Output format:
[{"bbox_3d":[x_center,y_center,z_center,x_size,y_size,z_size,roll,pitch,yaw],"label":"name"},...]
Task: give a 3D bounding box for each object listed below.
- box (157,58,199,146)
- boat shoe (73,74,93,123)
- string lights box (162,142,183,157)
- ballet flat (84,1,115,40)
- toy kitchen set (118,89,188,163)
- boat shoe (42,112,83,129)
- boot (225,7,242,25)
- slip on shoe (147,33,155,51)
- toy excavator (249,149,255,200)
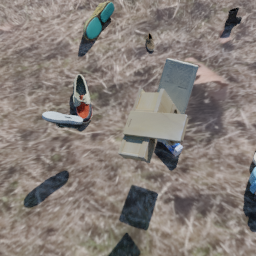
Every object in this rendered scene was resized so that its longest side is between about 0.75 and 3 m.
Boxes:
[{"bbox_3d":[1.448,-0.860,9.309,1.095,0.911,2.665,18,102,9],"label":"box"},{"bbox_3d":[-1.958,-1.259,11.920,0.779,0.685,2.190,-6,63,-5],"label":"boat shoe"},{"bbox_3d":[1.670,0.572,11.011,0.307,0.534,1.040,-34,67,-17],"label":"string lights box"},{"bbox_3d":[-1.635,-5.387,14.116,0.954,0.954,2.699,24,65,12],"label":"ballet flat"},{"bbox_3d":[1.032,0.190,7.476,1.558,1.723,1.909,6,67,33],"label":"toy kitchen set"},{"bbox_3d":[-2.323,-0.209,9.893,1.453,0.463,0.514,10,31,-29],"label":"boat shoe"},{"bbox_3d":[5.453,-5.710,14.195,1.020,0.888,0.353,-20,64,-11],"label":"boot"},{"bbox_3d":[1.105,-4.217,13.724,0.379,0.302,0.996,-1,62,-1],"label":"slip on shoe"},{"bbox_3d":[4.994,1.580,10.360,1.764,0.906,1.814,-25,56,-14],"label":"toy excavator"}]
